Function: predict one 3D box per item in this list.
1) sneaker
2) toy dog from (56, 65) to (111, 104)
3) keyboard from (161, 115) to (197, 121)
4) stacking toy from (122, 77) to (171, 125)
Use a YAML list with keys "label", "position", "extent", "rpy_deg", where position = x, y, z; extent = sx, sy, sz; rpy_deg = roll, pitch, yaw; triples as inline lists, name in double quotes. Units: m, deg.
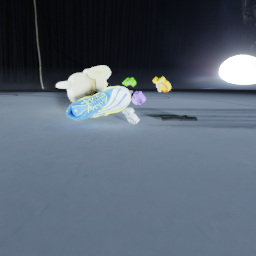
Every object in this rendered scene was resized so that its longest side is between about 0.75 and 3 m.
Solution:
- label: "sneaker"
  position: [-1.085, -0.690, 9.384]
  extent: [2.425, 0.918, 1.274]
  rpy_deg: [-15, 13, 36]
- label: "toy dog"
  position: [-2.246, -1.809, 14.272]
  extent: [2.768, 1.992, 2.855]
  rpy_deg: [-11, 3, -18]
- label: "keyboard"
  position: [1.937, -0.392, 10.740]
  extent: [1.358, 0.140, 0.863]
  rpy_deg: [1, 11, 0]
- label: "stacking toy"
  position: [0.097, -1.098, 10.503]
  extent: [1.960, 0.611, 2.599]
  rpy_deg: [-45, 31, -23]
